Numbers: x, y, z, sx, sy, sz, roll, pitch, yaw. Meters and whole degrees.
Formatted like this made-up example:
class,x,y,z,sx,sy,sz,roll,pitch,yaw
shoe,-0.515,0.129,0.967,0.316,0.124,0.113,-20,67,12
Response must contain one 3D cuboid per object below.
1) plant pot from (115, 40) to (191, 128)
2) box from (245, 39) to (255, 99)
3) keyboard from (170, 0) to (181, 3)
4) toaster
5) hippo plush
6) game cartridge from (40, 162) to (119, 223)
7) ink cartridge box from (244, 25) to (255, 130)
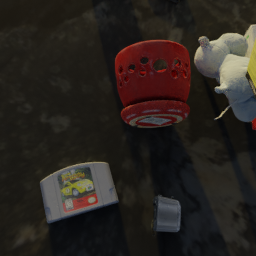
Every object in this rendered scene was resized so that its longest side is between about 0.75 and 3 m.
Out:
class,x,y,z,sx,sy,sz,roll,pitch,yaw
plant pot,0.606,-0.901,6.402,1.739,1.739,1.583,-4,76,-1
box,2.497,-1.646,4.173,0.672,2.682,1.009,0,43,4
keyboard,1.147,-4.231,8.362,1.212,0.125,0.770,30,74,9
toaster,0.824,1.920,6.102,0.566,0.498,0.877,6,71,0
hippo plush,2.480,-1.266,6.820,2.300,1.832,1.849,-30,49,-9
game cartridge,-1.136,1.396,6.389,1.630,0.333,1.085,-16,68,-5
ink cartridge box,4.219,-1.296,7.113,2.211,0.688,2.748,3,70,2
